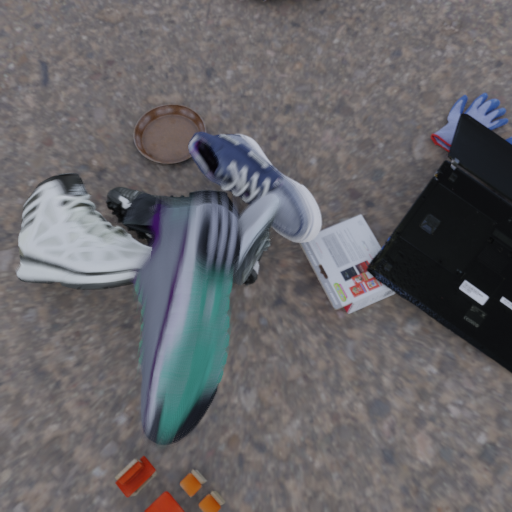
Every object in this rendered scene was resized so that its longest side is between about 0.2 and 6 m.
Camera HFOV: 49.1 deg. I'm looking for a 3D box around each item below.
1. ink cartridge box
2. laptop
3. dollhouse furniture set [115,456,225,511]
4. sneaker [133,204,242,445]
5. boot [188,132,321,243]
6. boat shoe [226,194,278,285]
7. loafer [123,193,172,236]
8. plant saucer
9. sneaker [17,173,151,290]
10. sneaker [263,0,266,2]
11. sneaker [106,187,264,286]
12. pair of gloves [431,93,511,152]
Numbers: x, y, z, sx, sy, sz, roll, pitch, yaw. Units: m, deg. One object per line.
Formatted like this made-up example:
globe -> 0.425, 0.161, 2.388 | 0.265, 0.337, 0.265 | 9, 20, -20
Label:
ink cartridge box -> 1.787, 0.221, 11.086 | 1.432, 0.684, 1.632 | -21, 68, -9
laptop -> 4.663, -0.412, 11.206 | 3.560, 2.074, 4.017 | 35, 95, 1
dollhouse furniture set -> -1.588, 4.154, 9.237 | 1.646, 0.848, 1.628 | -42, 72, -17
sneaker -> -1.276, 0.937, 8.524 | 1.551, 1.319, 3.544 | 9, 83, 37
boot -> -0.106, -1.297, 10.663 | 1.330, 1.071, 2.944 | -6, 44, -46
boat shoe -> -0.068, -0.284, 9.959 | 0.614, 0.624, 1.731 | 37, 84, -30
loafer -> -1.397, -0.400, 10.256 | 2.125, 0.721, 0.746 | 25, 68, 3
plant saucer -> -1.931, -2.698, 12.626 | 1.616, 0.278, 1.616 | 0, 66, -1
sneaker -> -3.072, -0.502, 10.037 | 3.482, 1.314, 2.004 | 2, 98, 29
sneaker -> 0.399, -6.817, 14.148 | 2.059, 0.830, 0.769 | 14, 74, 28
sneaker -> -1.282, -0.759, 11.332 | 3.451, 1.147, 1.561 | 24, 65, 7
pair of gloves -> 5.317, -2.597, 12.589 | 2.010, 0.285, 2.501 | -40, 71, -14
